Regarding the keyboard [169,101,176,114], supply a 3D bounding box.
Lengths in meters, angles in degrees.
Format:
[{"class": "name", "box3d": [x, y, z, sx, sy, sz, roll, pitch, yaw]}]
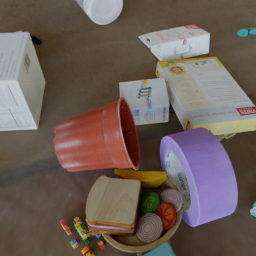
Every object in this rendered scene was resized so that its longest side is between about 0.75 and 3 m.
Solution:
[{"class": "keyboard", "box3d": [1.622, -1.196, 8.642, 1.264, 0.205, 1.990, 13, 55, 12]}]

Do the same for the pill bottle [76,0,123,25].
[{"class": "pill bottle", "box3d": [-1.377, -5.286, 10.920, 1.432, 1.432, 2.514, -24, 57, -17]}]

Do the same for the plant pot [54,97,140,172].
[{"class": "plant pot", "box3d": [-0.723, 0.281, 6.630, 1.655, 1.702, 1.702, -12, 52, 12]}]

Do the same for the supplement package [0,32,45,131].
[{"class": "supplement package", "box3d": [-3.807, -1.199, 7.565, 2.520, 1.898, 1.912, -3, 53, -2]}]

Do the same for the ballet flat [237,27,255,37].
[{"class": "ballet flat", "box3d": [4.427, -3.563, 10.387, 0.923, 0.311, 0.294, -6, 26, -6]}]

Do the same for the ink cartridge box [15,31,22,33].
[{"class": "ink cartridge box", "box3d": [-4.587, -2.372, 9.321, 2.630, 0.516, 1.308, -22, 57, -17]}]

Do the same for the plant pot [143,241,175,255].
[{"class": "plant pot", "box3d": [0.596, 3.015, 5.037, 1.002, 1.002, 1.418, -23, 63, -16]}]

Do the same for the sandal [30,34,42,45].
[{"class": "sandal", "box3d": [-3.505, -3.280, 10.187, 0.858, 0.193, 0.322, 24, 57, 17]}]

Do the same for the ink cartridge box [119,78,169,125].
[{"class": "ink cartridge box", "box3d": [0.449, -0.697, 7.674, 1.270, 0.923, 0.918, -5, 61, 2]}]

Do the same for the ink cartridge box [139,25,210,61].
[{"class": "ink cartridge box", "box3d": [1.492, -2.784, 9.313, 2.053, 0.693, 1.196, -14, 37, -9]}]

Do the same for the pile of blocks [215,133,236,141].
[{"class": "pile of blocks", "box3d": [2.260, 0.049, 7.561, 1.372, 0.426, 0.563, -5, 53, -3]}]

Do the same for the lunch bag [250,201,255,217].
[{"class": "lunch bag", "box3d": [3.896, 1.614, 5.964, 1.873, 1.142, 1.595, 30, 58, 27]}]

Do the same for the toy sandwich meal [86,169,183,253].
[{"class": "toy sandwich meal", "box3d": [0.117, 1.594, 5.967, 2.103, 0.720, 2.103, -11, 44, 11]}]

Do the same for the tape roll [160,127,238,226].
[{"class": "tape roll", "box3d": [1.397, 1.000, 5.916, 0.815, 1.917, 1.917, -13, 54, -10]}]

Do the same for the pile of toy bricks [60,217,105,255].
[{"class": "pile of toy bricks", "box3d": [-0.951, 2.225, 5.870, 0.599, 0.533, 1.079, -35, 61, -23]}]

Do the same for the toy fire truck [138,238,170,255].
[{"class": "toy fire truck", "box3d": [0.441, 2.329, 5.904, 0.803, 0.278, 1.139, -21, 50, -13]}]

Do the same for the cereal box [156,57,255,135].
[{"class": "cereal box", "box3d": [2.128, -0.973, 7.834, 1.996, 0.548, 2.774, -6, 48, -13]}]
